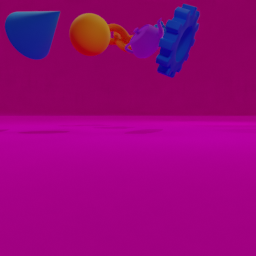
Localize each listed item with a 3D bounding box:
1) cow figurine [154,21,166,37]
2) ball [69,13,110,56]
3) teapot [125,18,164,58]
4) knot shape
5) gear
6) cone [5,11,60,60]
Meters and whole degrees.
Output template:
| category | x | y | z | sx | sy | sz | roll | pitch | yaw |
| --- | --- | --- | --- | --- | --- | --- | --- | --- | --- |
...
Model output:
| category | x | y | z | sx | sy | sz | roll | pitch | yaw |
| --- | --- | --- | --- | --- | --- | --- | --- | --- | --- |
| cow figurine | 1.232 | -3.510 | 10.349 | 0.529 | 0.963 | 0.948 | -40 | -19 | 5 |
| ball | -0.987 | -2.417 | 7.294 | 1.056 | 1.056 | 1.056 | 0 | 3 | 0 |
| teapot | 0.605 | -3.051 | 9.562 | 0.937 | 1.189 | 1.913 | 41 | -39 | -26 |
| knot shape | -0.098 | -3.658 | 11.712 | 1.751 | 0.865 | 1.872 | 30 | 16 | 30 |
| gear | 1.384 | -2.345 | 7.684 | 0.350 | 1.893 | 1.893 | 26 | 12 | 20 |
| cone | -2.289 | -2.803 | 7.588 | 1.434 | 1.428 | 1.428 | -18 | -9 | 36 |
